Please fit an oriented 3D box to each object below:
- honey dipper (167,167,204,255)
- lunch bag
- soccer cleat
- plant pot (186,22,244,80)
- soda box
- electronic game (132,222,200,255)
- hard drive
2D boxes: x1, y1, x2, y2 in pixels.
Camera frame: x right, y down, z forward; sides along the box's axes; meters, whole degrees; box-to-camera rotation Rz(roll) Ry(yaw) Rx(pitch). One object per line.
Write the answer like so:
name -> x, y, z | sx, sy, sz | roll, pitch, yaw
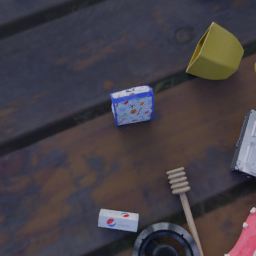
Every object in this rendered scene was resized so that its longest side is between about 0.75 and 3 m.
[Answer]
honey dipper -> 1.563, 2.280, 7.075 | 0.482, 0.482, 2.537 | -15, 80, -4
lunch bag -> 0.108, -0.632, 7.341 | 1.081, 1.271, 0.787 | -13, 77, -2
soccer cleat -> 3.219, 2.871, 6.767 | 2.830, 0.944, 1.082 | -45, 113, -17
plant pot -> 2.484, -1.979, 7.815 | 1.156, 1.130, 1.123 | 25, 77, -1
soda box -> -0.240, 2.317, 7.039 | 0.981, 0.312, 0.334 | 8, 104, 2
electronic game -> 0.923, 3.162, 6.846 | 1.650, 0.343, 1.650 | -2, 79, 9
hard drive -> 4.200, 0.739, 7.413 | 2.538, 0.480, 1.773 | 21, 76, 6
